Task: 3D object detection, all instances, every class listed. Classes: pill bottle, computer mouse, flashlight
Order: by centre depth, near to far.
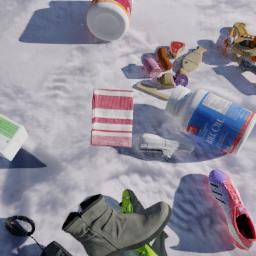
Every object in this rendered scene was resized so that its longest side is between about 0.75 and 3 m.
[{"bbox_3d":[-2.115,2.920,6.878,2.414,0.411,0.708,31,73,25],"label":"computer mouse"},{"bbox_3d":[2.390,-0.320,8.367,2.432,1.365,1.365,28,61,19],"label":"pill bottle"},{"bbox_3d":[4.693,-1.889,9.923,0.546,0.544,1.608,-18,51,-36],"label":"flashlight"},{"bbox_3d":[-0.618,-5.046,11.315,1.627,1.627,2.881,5,56,4],"label":"pill bottle"}]

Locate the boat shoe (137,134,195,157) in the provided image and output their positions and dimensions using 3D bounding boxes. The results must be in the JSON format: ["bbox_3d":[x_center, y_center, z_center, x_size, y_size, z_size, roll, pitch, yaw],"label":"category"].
[{"bbox_3d":[1.088,0.580,8.269,1.673,0.602,0.573,12,75,2],"label":"boat shoe"}]

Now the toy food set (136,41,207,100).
[{"bbox_3d":[1.560,-2.369,10.239,1.875,0.464,2.949,24,60,15],"label":"toy food set"}]

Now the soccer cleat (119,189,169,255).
[{"bbox_3d":[0.436,2.520,6.963,0.895,0.746,2.208,-3,51,-28],"label":"soccer cleat"}]

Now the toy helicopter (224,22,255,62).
[{"bbox_3d":[4.407,-3.460,10.895,1.537,0.917,2.324,-4,45,9],"label":"toy helicopter"}]

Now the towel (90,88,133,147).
[{"bbox_3d":[-0.400,-0.254,7.146,1.061,0.168,1.473,3,91,-10],"label":"towel"}]

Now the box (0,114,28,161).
[{"bbox_3d":[-2.991,0.169,6.549,0.912,0.917,0.785,30,71,-3],"label":"box"}]

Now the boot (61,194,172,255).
[{"bbox_3d":[-0.223,1.797,5.533,1.997,0.676,1.304,-35,104,1],"label":"boot"}]

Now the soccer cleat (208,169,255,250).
[{"bbox_3d":[2.695,1.967,7.166,0.726,0.833,2.178,-9,58,-6],"label":"soccer cleat"}]
